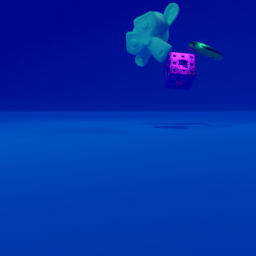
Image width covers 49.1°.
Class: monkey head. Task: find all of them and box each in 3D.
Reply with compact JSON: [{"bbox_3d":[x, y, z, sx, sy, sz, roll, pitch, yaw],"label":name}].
[{"bbox_3d":[0.728,-2.385,7.611,1.435,1.995,1.202,46,32,17],"label":"monkey head"}]

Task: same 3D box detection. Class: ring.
[{"bbox_3d":[2.392,-2.378,8.636,1.130,0.226,1.130,22,15,-6],"label":"ring"}]

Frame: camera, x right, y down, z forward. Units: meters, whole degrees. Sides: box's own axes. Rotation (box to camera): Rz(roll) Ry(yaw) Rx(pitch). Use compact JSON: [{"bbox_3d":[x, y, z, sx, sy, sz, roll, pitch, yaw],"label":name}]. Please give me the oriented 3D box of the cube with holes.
[{"bbox_3d":[1.877,-2.038,10.137,0.930,0.930,0.930,4,-23,-4],"label":"cube with holes"}]
